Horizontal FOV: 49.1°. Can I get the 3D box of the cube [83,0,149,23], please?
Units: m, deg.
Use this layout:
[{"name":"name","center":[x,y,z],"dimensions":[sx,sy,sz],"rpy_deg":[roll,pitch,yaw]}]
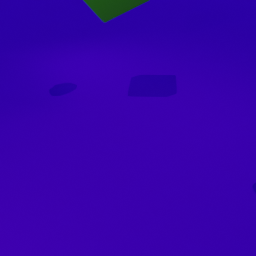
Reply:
[{"name":"cube","center":[-0.371,-3.351,6.043],"dimensions":[1.247,1.247,1.247],"rpy_deg":[-16,63,27]}]
